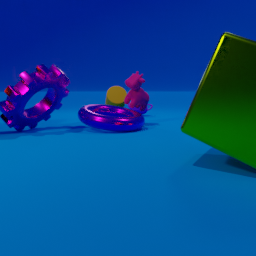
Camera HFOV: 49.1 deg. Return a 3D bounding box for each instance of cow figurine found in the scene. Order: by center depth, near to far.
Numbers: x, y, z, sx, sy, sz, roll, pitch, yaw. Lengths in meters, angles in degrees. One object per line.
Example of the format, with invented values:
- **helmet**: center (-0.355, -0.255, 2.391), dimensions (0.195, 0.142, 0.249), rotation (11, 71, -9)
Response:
- **cow figurine**: center (0.294, -1.028, 7.882), dimensions (0.997, 0.981, 0.548), rotation (15, 18, -45)

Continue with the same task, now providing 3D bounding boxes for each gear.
- **gear**: center (-2.194, -0.700, 6.733), dimensions (0.331, 1.788, 1.788), rotation (43, 23, 14)

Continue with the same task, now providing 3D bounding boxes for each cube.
- **cube**: center (1.717, -0.334, 3.761), dimensions (1.325, 1.325, 1.325), rotation (28, 19, 22)

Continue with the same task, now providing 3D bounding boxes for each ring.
- **ring**: center (-0.430, -0.286, 7.357), dimensions (1.770, 0.354, 1.770), rotation (8, 15, -2)

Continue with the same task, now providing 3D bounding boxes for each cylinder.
- **cylinder**: center (-0.509, -1.207, 11.846), dimensions (0.849, 0.849, 0.849), rotation (-1, -23, -10)

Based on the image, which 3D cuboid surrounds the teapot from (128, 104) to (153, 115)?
- **teapot**: center (0.403, -0.853, 10.796), dimensions (1.119, 0.548, 0.696), rotation (8, -16, 19)
